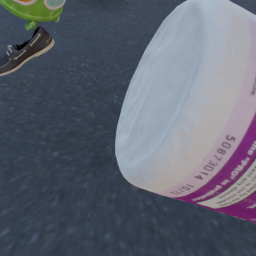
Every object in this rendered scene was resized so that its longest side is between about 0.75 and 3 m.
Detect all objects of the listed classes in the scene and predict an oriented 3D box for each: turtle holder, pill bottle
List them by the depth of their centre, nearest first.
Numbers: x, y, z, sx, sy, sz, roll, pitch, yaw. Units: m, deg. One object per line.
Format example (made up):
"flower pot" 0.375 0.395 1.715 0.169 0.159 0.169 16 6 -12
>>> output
"pill bottle" 1.249 0.117 2.239 2.450 1.376 1.376 20 37 -16
"turtle holder" -2.045 -3.439 6.661 2.082 1.478 1.582 -23 70 -43

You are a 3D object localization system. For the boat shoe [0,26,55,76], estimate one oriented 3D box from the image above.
"boat shoe" -2.446 -1.725 6.212 1.597 0.501 0.580 -29 52 -1
